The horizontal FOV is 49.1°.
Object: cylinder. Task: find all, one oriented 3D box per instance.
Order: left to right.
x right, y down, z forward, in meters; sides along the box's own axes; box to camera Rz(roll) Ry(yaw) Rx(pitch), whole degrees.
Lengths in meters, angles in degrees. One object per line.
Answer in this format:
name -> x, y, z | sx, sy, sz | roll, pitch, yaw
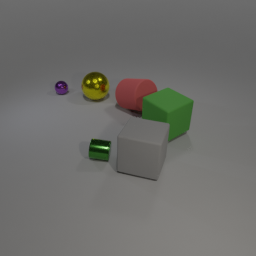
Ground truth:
cylinder -> -0.975, 0.752, 9.830 | 0.700, 0.700, 0.700 | 8, 32, 1
cylinder -> 0.378, -1.513, 12.619 | 1.400, 1.400, 1.400 | -25, 24, -34

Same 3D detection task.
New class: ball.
ball -> -3.461, -2.108, 14.574 | 0.700, 0.700, 0.700 | 0, 32, 0
ball -> -1.609, -2.080, 13.862 | 1.400, 1.400, 1.400 | 0, 32, 0

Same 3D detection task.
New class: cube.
cube -> 0.513, 0.641, 9.300 | 1.400, 1.400, 1.400 | 11, 31, 15
cube -> 1.513, -0.544, 10.971 | 1.400, 1.400, 1.400 | -25, 42, -31
